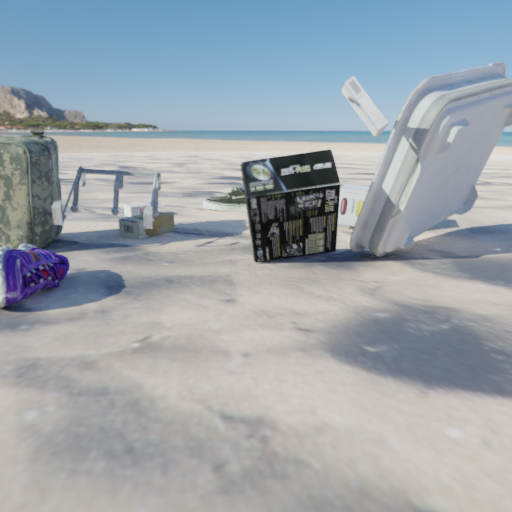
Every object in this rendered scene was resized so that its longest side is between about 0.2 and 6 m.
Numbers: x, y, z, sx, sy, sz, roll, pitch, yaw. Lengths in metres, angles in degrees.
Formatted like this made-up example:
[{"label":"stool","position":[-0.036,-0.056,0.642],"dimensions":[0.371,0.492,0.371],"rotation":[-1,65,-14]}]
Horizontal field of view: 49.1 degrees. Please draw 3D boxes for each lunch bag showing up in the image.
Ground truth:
[{"label":"lunch bag","position":[-4.859,-1.336,11.629],"dimensions":[1.663,2.387,2.002],"rotation":[6,17,9]}]

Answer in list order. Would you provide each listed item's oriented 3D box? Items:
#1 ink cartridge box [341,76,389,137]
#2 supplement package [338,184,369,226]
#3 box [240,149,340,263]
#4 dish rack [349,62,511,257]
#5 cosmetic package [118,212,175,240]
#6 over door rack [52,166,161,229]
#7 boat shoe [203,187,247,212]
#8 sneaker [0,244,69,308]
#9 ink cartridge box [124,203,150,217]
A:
[{"label":"ink cartridge box","position":[1.570,-2.135,8.217],"dimensions":[0.188,0.842,0.742],"rotation":[-35,-3,1]},{"label":"supplement package","position":[2.851,-1.175,13.689],"dimensions":[1.585,0.879,1.235],"rotation":[9,15,13]},{"label":"box","position":[0.605,-0.818,9.779],"dimensions":[1.557,1.902,0.819],"rotation":[-8,55,0]},{"label":"dish rack","position":[3.663,-1.738,10.809],"dimensions":[0.908,3.579,4.171],"rotation":[38,41,28]},{"label":"cosmetic package","position":[-2.528,-0.717,13.019],"dimensions":[0.655,0.442,1.244],"rotation":[7,15,29]},{"label":"over door rack","position":[-3.110,-1.145,12.088],"dimensions":[1.956,0.882,2.647],"rotation":[2,27,-6]},{"label":"boat shoe","position":[-0.487,-1.691,16.525],"dimensions":[2.188,0.697,0.774],"rotation":[2,14,6]},{"label":"sneaker","position":[-3.331,0.222,8.418],"dimensions":[0.860,0.832,2.062],"rotation":[5,13,-4]},{"label":"ink cartridge box","position":[-3.213,-1.271,15.566],"dimensions":[0.785,0.332,0.567],"rotation":[-6,15,-31]}]
